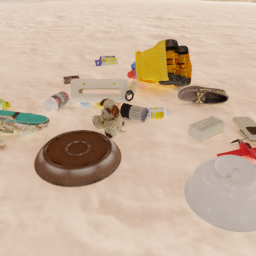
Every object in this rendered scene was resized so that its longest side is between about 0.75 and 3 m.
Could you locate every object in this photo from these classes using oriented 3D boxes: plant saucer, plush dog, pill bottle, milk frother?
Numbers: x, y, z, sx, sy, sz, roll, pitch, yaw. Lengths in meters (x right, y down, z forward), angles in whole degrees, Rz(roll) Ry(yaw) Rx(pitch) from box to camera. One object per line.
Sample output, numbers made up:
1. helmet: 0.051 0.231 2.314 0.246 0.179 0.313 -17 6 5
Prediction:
1. plant saucer: -1.600 0.790 9.017 2.804 0.450 2.804 1 30 0
2. plush dog: -0.593 -0.469 10.312 1.142 1.222 1.423 -19 36 -29
3. pill bottle: 1.235 -0.618 11.312 0.866 0.452 0.452 -3 31 -7
4. pill bottle: -3.065 -1.130 12.007 0.609 0.609 1.069 18 37 28
5. milk frother: 0.296 -0.887 11.180 0.986 1.048 0.946 14 34 21

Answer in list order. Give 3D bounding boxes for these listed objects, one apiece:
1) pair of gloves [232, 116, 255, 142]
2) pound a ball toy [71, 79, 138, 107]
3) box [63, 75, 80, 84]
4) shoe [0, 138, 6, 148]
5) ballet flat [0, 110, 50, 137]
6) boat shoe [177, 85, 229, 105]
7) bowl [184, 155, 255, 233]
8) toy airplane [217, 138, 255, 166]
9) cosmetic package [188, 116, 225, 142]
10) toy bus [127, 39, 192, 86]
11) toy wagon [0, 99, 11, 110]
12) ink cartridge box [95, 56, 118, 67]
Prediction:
1. pair of gloves: 5.302 0.056 10.227 2.444 0.429 2.078 2 31 2
2. pound a ball toy: -0.950 -1.532 12.446 2.811 1.194 1.833 1 6 2
3. box: -2.943 -2.527 14.627 0.818 0.306 0.410 -8 32 -16
4. shoe: -4.642 0.423 9.649 1.139 0.304 0.398 13 25 28
5. ballet flat: -4.023 -0.146 10.152 2.639 0.843 0.998 9 29 12
6. boat shoe: 3.288 -1.406 12.302 2.243 0.806 0.667 1 25 -8
7. bowl: 2.706 1.441 7.335 2.350 1.056 2.350 0 30 0
8. toy airplane: 3.955 0.894 8.874 2.084 0.383 2.084 -2 31 1
9. cosmetic package: 2.887 0.014 10.265 1.243 0.454 0.643 -20 36 -28
10. toy bus: 1.498 -2.925 13.817 2.799 1.978 2.915 -6 -1 36
11. toy wagon: -5.996 -0.778 11.051 2.287 0.583 2.947 20 28 23
12. ink cartridge box: -1.373 -4.183 17.380 1.320 0.310 1.305 -4 32 -11
